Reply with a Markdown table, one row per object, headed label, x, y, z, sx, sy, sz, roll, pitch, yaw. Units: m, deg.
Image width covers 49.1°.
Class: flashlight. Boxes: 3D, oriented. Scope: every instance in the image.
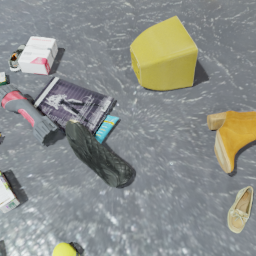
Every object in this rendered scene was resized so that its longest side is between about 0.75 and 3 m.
| label | x | y | z | sx | sy | sz | roll | pitch | yaw |
| --- | --- | --- | --- | --- | --- | --- | --- | --- | --- |
| flashlight | -3.646 | -0.450 | 10.059 | 0.913 | 0.910 | 2.687 | -34 | 67 | -33 |

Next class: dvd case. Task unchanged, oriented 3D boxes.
| label | x | y | z | sx | sy | sz | roll | pitch | yaw |
| --- | --- | --- | --- | --- | --- | --- | --- | --- | --- |
| dvd case | -2.185 | -0.773 | 10.598 | 2.800 | 0.224 | 2.082 | 21 | 61 | 12 |

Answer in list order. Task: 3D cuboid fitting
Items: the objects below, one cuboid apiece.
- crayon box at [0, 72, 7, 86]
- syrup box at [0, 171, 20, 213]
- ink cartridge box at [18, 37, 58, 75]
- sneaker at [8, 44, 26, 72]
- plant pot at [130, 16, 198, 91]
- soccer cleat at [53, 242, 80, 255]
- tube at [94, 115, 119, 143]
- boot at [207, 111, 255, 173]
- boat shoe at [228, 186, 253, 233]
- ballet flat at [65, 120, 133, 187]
| label | x | y | z | sx | sy | sz | roll | pitch | yaw |
| --- | --- | --- | --- | --- | --- | --- | --- | --- | --- |
| crayon box | -5.382 | -1.926 | 11.359 | 0.849 | 0.219 | 0.533 | -15 | 58 | -10 |
| syrup box | -3.949 | 1.899 | 8.666 | 0.548 | 0.530 | 1.347 | -34 | 63 | -20 |
| ink cartridge box | -3.758 | -3.069 | 11.839 | 1.131 | 0.659 | 1.562 | 7 | 57 | 5 |
| sneaker | -4.636 | -3.078 | 11.904 | 0.541 | 0.580 | 1.463 | 5 | 56 | 5 |
| plant pot | 1.237 | -2.668 | 10.880 | 2.083 | 2.036 | 2.023 | -18 | 58 | -4 |
| soccer cleat | -1.394 | 4.053 | 6.946 | 0.808 | 1.046 | 2.500 | -15 | 58 | -9 |
| tube | -0.821 | 0.039 | 10.041 | 0.492 | 0.320 | 1.269 | 17 | 55 | 22 |
| boot | 3.815 | 0.303 | 9.251 | 1.907 | 0.937 | 2.664 | -4 | 42 | 5 |
| boat shoe | 3.380 | 2.401 | 8.381 | 0.536 | 0.459 | 1.463 | 21 | 59 | 13 |
| ballet flat | -1.076 | 0.804 | 9.314 | 2.961 | 0.984 | 0.841 | 45 | 37 | 19 |
